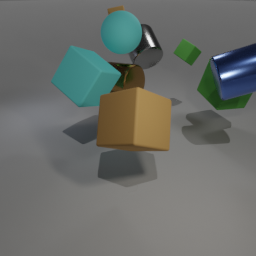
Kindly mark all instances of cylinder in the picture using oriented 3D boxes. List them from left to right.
[{"bbox_3d":[-0.274,-1.843,11.017,1.400,1.400,1.400,15,31,34],"label":"cylinder"},{"bbox_3d":[0.652,-3.534,12.267,1.400,1.400,1.400,-11,65,-20],"label":"cylinder"},{"bbox_3d":[3.382,-1.688,8.511,1.400,1.400,1.400,-15,26,12],"label":"cylinder"}]

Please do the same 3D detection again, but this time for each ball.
[{"bbox_3d":[-0.228,-3.230,9.509,1.400,1.400,1.400,0,28,0],"label":"ball"}]

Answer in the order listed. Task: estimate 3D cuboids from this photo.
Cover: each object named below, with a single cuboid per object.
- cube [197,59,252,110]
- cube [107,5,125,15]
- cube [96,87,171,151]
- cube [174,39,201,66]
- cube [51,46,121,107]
[{"bbox_3d":[3.728,-1.656,10.498,1.400,1.400,1.400,-6,42,-25],"label":"cube"},{"bbox_3d":[-0.459,-4.879,12.252,0.700,0.700,0.700,-10,15,5],"label":"cube"},{"bbox_3d":[0.169,-0.143,7.424,1.400,1.400,1.400,-5,-12,43],"label":"cube"},{"bbox_3d":[2.462,-3.130,11.590,0.700,0.700,0.700,46,20,32],"label":"cube"},{"bbox_3d":[-1.369,-1.667,9.299,1.400,1.400,1.400,41,21,15],"label":"cube"}]
